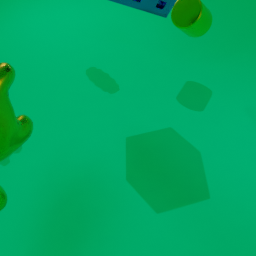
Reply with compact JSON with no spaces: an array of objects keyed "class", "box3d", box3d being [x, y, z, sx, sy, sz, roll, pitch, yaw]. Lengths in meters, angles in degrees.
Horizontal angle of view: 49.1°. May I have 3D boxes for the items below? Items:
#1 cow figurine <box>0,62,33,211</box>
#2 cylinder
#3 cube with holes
[{"class":"cow figurine","box3d":[-1.758,0.199,3.128,0.907,1.653,1.627,4,35,11]},{"class":"cylinder","box3d":[1.661,-2.874,7.275,0.831,0.831,0.831,42,21,28]},{"class":"cube with holes","box3d":[0.303,-3.074,4.845,1.364,1.364,1.364,9,58,-19]}]
